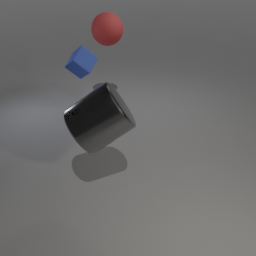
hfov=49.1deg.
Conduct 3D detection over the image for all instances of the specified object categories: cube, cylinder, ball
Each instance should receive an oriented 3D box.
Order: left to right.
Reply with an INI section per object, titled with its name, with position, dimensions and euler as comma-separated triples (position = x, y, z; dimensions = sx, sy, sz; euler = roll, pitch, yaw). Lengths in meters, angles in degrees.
[cube]
position = -1.582, -2.219, 9.488
dimensions = 0.700, 0.700, 0.700
euler = -14, 47, 53
[cylinder]
position = -0.729, -0.256, 7.415
dimensions = 1.400, 1.400, 1.400
euler = -33, 31, 9
[ball]
position = -0.907, -4.320, 12.253
dimensions = 1.400, 1.400, 1.400
euler = 0, 30, 0
